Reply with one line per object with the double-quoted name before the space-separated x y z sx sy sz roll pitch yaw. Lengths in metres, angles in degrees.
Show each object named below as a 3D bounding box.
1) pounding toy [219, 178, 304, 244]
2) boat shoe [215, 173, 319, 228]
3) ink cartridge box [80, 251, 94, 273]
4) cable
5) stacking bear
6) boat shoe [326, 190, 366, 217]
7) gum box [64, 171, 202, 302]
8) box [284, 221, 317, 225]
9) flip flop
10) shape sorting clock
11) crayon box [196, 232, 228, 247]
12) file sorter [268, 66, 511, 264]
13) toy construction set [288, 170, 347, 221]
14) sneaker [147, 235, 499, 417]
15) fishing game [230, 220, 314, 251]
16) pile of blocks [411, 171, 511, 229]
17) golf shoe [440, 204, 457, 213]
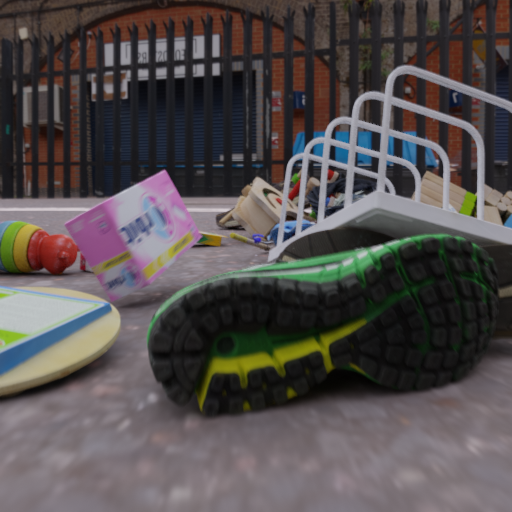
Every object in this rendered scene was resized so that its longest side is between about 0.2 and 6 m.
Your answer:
"pounding toy" 0.112 -0.839 13.778 1.545 1.550 2.702 39 19 -9
"boat shoe" 0.261 -1.630 16.509 3.173 1.163 1.182 -16 -4 13
"ink cartridge box" -2.397 -0.018 8.746 0.776 0.564 0.324 7 4 39
"cable" 1.873 -1.134 11.367 1.629 0.414 1.329 -14 37 -8
"stacking bear" -3.490 -0.082 8.580 1.517 0.862 0.921 6 8 7
"boat shoe" 2.197 -0.967 12.660 0.942 1.141 3.047 45 22 15
"gum box" -1.399 -0.322 6.882 0.594 1.019 1.795 -24 12 23
"box" 0.952 -0.375 11.243 0.758 0.622 0.629 -1 8 -11
"flip flop" 1.450 0.352 5.035 2.619 1.062 0.754 1 -25 6
"shape sorting clock" -2.133 0.633 4.440 2.061 0.404 2.061 3 12 -1
"crayon box" -1.168 -0.395 12.355 0.967 0.249 0.608 9 4 -23
"file sorter" 1.442 -0.676 6.091 1.718 1.542 2.476 12 -15 -17
"toy construction set" 1.634 -1.234 15.170 2.318 1.781 1.933 12 44 -30
"sneaker" 0.550 0.356 4.100 2.724 1.063 1.161 -3 8 -16
"fishing game" 1.487 -0.238 9.673 3.669 0.570 2.627 -3 -7 16
"pile of blocks" 4.847 -0.530 11.599 3.919 1.609 1.218 8 -36 -5
"golf shoe" 2.834 -0.157 7.751 2.317 1.127 0.907 4 5 17
